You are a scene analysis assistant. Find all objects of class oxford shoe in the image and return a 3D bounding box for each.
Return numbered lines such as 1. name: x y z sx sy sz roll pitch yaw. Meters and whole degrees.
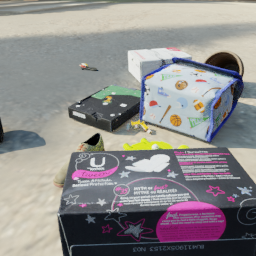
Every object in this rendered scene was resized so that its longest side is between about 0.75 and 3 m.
1. oxford shoe: -1.180 0.711 6.733 0.638 0.677 1.811 13 32 21

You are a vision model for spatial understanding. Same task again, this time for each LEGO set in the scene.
1. LEGO set: 0.371 -0.008 8.482 0.796 0.296 0.366 12 66 11

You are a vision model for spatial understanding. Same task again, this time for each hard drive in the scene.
1. hard drive: -0.526 -0.767 9.476 1.765 0.478 2.527 18 35 27

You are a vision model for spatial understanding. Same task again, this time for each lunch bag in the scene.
1. lunch bag: 2.098 -1.147 8.838 2.440 1.777 2.870 22 35 29

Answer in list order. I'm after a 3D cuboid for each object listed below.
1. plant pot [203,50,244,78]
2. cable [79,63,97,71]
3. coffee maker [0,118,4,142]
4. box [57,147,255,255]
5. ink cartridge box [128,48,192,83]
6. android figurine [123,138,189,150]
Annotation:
1. plant pot: 3.897 -2.190 11.156 1.618 1.618 1.411 22 17 32
2. cable: -1.927 -2.900 13.383 0.947 0.238 0.460 20 35 30
3. coffee maker: -4.190 0.142 7.650 1.413 0.951 1.357 -12 51 -17
4. box: 0.436 1.418 4.427 2.681 1.771 1.538 -2 26 -2
5. ink cartridge box: 1.356 -2.865 12.551 2.398 1.000 1.741 -9 31 -15
6. android figurine: 0.704 0.947 6.554 2.152 0.486 2.365 -14 35 -22
